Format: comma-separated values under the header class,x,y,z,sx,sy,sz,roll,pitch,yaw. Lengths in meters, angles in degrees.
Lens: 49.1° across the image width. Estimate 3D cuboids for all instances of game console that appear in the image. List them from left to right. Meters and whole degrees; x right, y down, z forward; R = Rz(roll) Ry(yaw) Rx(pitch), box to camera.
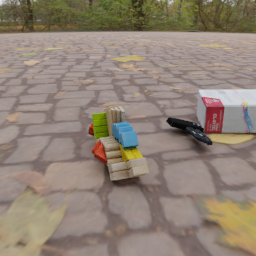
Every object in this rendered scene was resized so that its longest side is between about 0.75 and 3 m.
class,x,y,z,sx,sy,sz,roll,pitch,yaw
game console,1.771,0.073,7.902,1.012,0.207,1.715,12,16,-14

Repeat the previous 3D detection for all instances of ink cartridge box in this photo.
class,x,y,z,sx,sy,sz,roll,pitch,yaw
ink cartridge box,3.427,-0.557,8.792,2.253,0.933,1.642,1,23,6

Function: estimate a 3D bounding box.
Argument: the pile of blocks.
class,x,y,z,sx,sy,sz,roll,pitch,yaw
pile of blocks,-0.468,0.218,6.686,0.911,1.203,2.930,-8,26,-18
